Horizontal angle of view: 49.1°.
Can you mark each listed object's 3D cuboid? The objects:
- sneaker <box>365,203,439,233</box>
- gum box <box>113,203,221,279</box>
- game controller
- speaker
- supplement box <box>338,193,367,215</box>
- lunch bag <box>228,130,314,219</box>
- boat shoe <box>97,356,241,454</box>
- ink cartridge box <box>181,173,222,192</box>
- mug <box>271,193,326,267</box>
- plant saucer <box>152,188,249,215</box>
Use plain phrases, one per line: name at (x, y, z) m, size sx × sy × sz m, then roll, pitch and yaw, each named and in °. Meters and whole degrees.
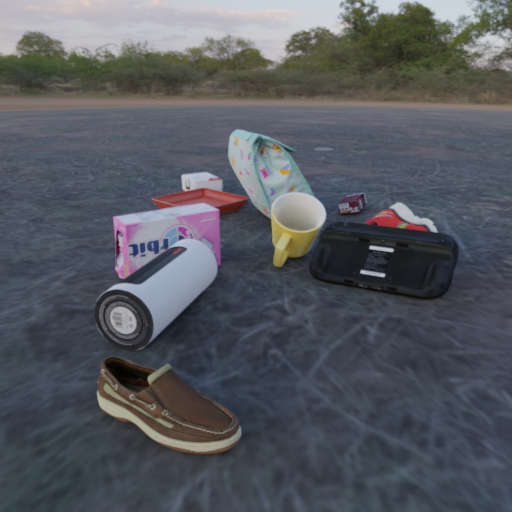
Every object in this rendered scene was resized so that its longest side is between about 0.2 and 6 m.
sneaker at (2.966, -0.222, 11.331) m, size 1.124 × 1.020 × 2.648 m, roll -23°, pitch 21°, yaw -3°
gum box at (-1.713, -0.259, 10.677) m, size 2.024 × 1.149 × 0.669 m, roll -12°, pitch 23°, yaw -31°
game controller at (2.254, 0.042, 10.147) m, size 2.578 × 0.543 × 1.345 m, roll 9°, pitch 65°, yaw 29°
speaker at (-1.463, 0.520, 8.767) m, size 0.967 × 0.967 × 2.381 m, roll 6°, pitch 21°, yaw 18°
supplement box at (2.587, -1.399, 15.001) m, size 0.563 × 0.315 × 1.034 m, roll -9°, pitch 14°, yaw 25°
lunch bag at (0.271, -2.137, 13.974) m, size 1.399 × 2.294 × 1.954 m, roll -33°, pitch 24°, yaw -5°
boat shoe at (-1.036, 1.573, 6.174) m, size 1.893 × 0.700 × 0.699 m, roll 10°, pitch 22°, yaw 25°
ink cartridge box at (-1.652, -2.176, 17.071) m, size 0.887 × 0.515 × 1.202 m, roll -9°, pitch 20°, yaw -24°
mug at (0.672, -0.482, 11.281) m, size 1.336 × 1.097 × 1.070 m, roll -25°, pitch 59°, yaw -24°
plant saucer at (-1.500, -1.399, 15.132) m, size 1.919 × 0.352 × 1.915 m, roll 18°, pitch 26°, yaw 40°
